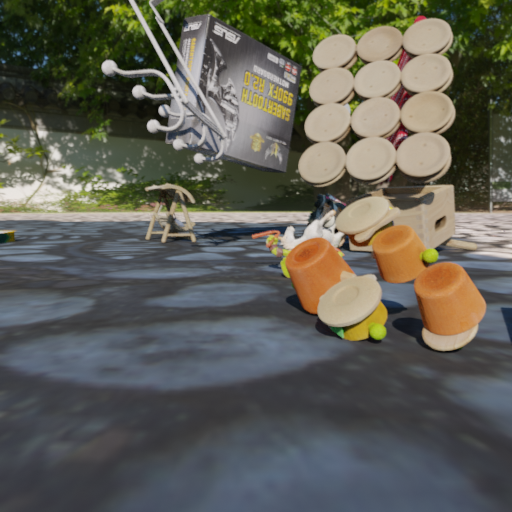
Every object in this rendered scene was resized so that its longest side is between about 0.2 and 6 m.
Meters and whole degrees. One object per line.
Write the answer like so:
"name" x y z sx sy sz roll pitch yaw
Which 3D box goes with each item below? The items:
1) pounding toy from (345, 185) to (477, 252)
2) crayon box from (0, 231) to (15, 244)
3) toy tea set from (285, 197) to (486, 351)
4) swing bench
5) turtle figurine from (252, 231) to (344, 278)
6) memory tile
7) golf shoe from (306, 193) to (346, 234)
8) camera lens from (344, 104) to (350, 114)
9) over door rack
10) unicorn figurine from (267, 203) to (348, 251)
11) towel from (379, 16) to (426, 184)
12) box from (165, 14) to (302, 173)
"pounding toy" 2.717 -0.522 9.666 1.607 1.241 1.746 3 17 39
"crayon box" -5.544 -0.395 11.882 0.595 0.244 0.946 0 6 -1
"toy tea set" 0.845 0.243 3.872 0.997 0.621 1.677 -32 27 1
"swing bench" -1.897 -0.945 12.368 0.810 1.249 1.242 -2 6 -26
"turtle figurine" 0.491 0.021 6.799 1.189 0.383 0.959 14 15 0
"memory tile" 1.910 -2.430 8.845 2.330 3.039 0.255 -2 -26 24
"golf shoe" 2.196 -1.015 15.561 1.299 1.138 2.949 22 11 8
"camera lens" 1.757 -3.175 12.629 0.514 0.514 0.642 -2 -12 -24
"over door rack" -1.573 -3.125 8.804 1.070 3.211 2.372 -18 -4 10
"unicorn figurine" 1.078 -0.411 9.674 1.489 1.023 0.550 21 22 -31
"towel" 2.742 -2.830 10.491 0.295 2.620 1.895 10 -10 5
"box" -0.354 -3.153 11.474 0.735 2.408 3.041 10 2 39
